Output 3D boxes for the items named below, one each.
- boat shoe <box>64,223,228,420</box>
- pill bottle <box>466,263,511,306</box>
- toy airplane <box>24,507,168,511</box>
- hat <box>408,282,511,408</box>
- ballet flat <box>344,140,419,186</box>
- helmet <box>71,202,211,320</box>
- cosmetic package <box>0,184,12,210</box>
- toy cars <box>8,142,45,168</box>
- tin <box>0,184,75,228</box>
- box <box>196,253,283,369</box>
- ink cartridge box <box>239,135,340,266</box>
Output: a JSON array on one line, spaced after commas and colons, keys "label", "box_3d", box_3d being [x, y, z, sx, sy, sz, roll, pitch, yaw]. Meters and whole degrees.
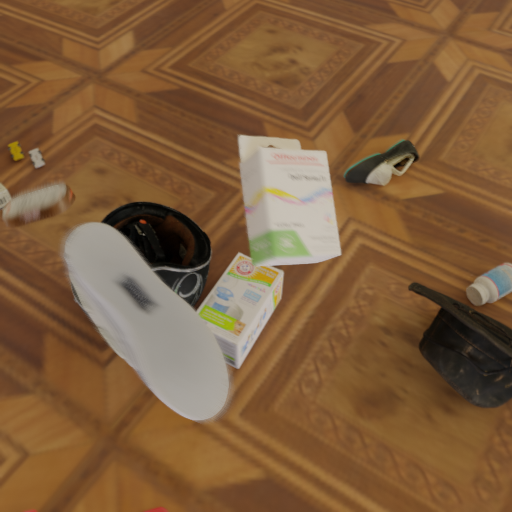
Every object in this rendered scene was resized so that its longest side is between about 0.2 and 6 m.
[{"label": "boat shoe", "box_3d": [-1.154, 0.702, 5.598, 2.221, 0.730, 0.799, 48, 60, 0]}, {"label": "pill bottle", "box_3d": [3.625, 0.451, 8.555, 0.796, 0.433, 0.433, -24, 55, -19]}, {"label": "toy airplane", "box_3d": [-1.707, 3.660, 5.950, 2.722, 0.501, 2.722, -2, 46, 2]}, {"label": "hat", "box_3d": [2.920, 1.363, 7.289, 2.555, 2.555, 1.031, 31, 99, 23]}, {"label": "ballet flat", "box_3d": [2.354, -1.640, 10.177, 1.621, 0.551, 0.554, -30, 66, -22]}, {"label": "helmet", "box_3d": [-1.606, 0.274, 7.896, 1.782, 1.699, 1.782, 26, 34, -19]}, {"label": "cosmetic package", "box_3d": [-4.716, -1.156, 9.895, 0.407, 0.343, 0.787, -37, 60, -25]}, {"label": "toy cars", "box_3d": [-4.321, -1.876, 10.579, 0.861, 0.191, 0.386, 19, 65, 10]}, {"label": "tin", "box_3d": [-3.019, -0.704, 7.729, 1.054, 0.221, 0.590, -15, 33, 7]}, {"label": "box", "box_3d": [-0.256, 0.766, 8.117, 0.792, 0.714, 1.409, 24, 55, 17]}, {"label": "ink cartridge box", "box_3d": [0.370, -0.721, 6.537, 0.934, 0.537, 1.594, -3, 80, -28]}]
